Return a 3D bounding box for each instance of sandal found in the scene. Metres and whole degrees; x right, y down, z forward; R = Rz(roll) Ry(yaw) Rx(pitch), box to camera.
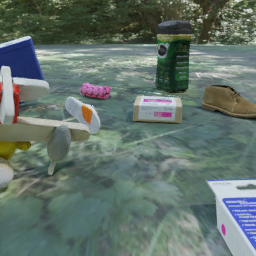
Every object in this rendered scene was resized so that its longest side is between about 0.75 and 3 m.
[{"bbox_3d":[-1.044,-0.385,7.039,0.405,0.541,1.413,-4,35,-48],"label":"sandal"}]

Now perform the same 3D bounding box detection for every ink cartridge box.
[{"bbox_3d":[1.740,1.295,2.862,1.169,0.458,2.469,-1,22,-4],"label":"ink cartridge box"},{"bbox_3d":[0.844,-0.544,7.936,1.322,0.496,1.089,3,19,5],"label":"ink cartridge box"}]

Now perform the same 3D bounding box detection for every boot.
[{"bbox_3d":[3.122,-0.803,8.291,0.749,0.767,2.034,-16,26,-42],"label":"boot"}]

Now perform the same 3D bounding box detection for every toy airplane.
[{"bbox_3d":[-2.010,0.132,4.390,2.311,1.631,2.301,-9,-15,13],"label":"toy airplane"}]

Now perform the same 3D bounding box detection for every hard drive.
[{"bbox_3d":[-3.305,-1.663,8.550,1.292,1.958,0.248,-26,47,-21],"label":"hard drive"}]

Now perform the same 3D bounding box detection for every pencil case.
[{"bbox_3d":[-1.183,-1.380,10.288,1.166,0.529,0.546,15,57,33],"label":"pencil case"}]

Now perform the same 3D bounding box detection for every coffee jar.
[{"bbox_3d":[1.805,-2.863,11.168,1.144,2.681,1.398,-9,22,-25],"label":"coffee jar"}]
